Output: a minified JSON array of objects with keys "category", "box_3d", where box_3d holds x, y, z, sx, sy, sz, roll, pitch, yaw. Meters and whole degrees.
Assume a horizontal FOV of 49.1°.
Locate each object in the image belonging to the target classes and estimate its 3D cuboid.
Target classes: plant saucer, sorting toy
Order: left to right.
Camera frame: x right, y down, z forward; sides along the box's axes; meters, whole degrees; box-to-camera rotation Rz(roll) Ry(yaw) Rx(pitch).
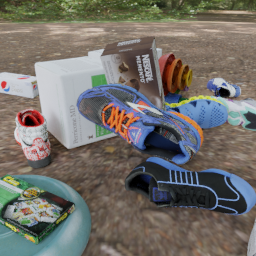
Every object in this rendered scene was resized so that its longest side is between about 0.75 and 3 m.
[{"category":"plant saucer","box_3d":[-2.089,1.611,4.741,2.905,0.398,2.905,0,26,0]},{"category":"sorting toy","box_3d":[1.859,-1.579,9.902,1.208,1.769,2.944,14,10,23]}]

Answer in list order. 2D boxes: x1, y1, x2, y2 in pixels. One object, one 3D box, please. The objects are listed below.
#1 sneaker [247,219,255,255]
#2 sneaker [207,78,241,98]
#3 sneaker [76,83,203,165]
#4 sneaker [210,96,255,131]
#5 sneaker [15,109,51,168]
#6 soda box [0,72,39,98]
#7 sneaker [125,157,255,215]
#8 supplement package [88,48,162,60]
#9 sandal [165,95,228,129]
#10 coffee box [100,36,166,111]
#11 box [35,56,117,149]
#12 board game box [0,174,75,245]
[{"category":"sneaker","box_3d":[2.178,1.970,3.654,1.076,0.703,1.872,9,32,17]},{"category":"sneaker","box_3d":[3.659,-1.584,11.194,0.842,0.589,1.458,-15,31,-32]},{"category":"sneaker","box_3d":[0.224,-0.104,5.925,2.891,1.089,1.134,20,26,6]},{"category":"sneaker","box_3d":[3.491,-0.624,9.075,2.065,0.803,1.445,26,33,27]},{"category":"sneaker","box_3d":[-2.499,-0.008,7.177,0.741,1.190,2.221,-13,28,-25]},{"category":"soda box","box_3d":[-4.513,-1.782,11.494,2.151,0.685,0.733,12,28,22]},{"category":"sneaker","box_3d":[1.020,1.175,5.167,2.358,0.827,0.919,8,25,39]},{"category":"supplement package","box_3d":[-0.078,-2.158,10.992,1.766,1.779,2.344,20,32,36]},{"category":"sandal","box_3d":[1.476,-0.235,8.014,2.733,1.086,1.190,-4,34,7]},{"category":"coffee box","box_3d":[0.214,-0.972,6.679,1.176,2.080,0.830,-5,33,13]},{"category":"box","box_3d":[-1.385,-0.825,7.871,1.719,1.997,2.007,-16,27,-29]},{"category":"board game box","box_3d":[-1.829,1.298,4.758,1.688,0.198,0.885,14,31,28]}]
